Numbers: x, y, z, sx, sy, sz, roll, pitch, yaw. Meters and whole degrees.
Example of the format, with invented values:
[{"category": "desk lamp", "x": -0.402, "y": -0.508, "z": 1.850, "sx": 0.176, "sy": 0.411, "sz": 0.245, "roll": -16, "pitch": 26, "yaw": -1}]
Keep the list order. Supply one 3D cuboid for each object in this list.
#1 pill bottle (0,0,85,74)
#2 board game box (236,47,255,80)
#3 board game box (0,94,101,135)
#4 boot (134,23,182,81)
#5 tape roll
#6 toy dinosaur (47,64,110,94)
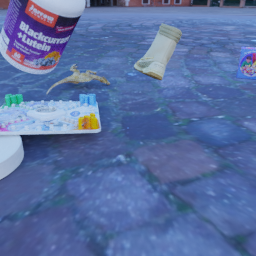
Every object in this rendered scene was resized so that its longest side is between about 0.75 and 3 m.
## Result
[{"category": "pill bottle", "x": -2.021, "y": -2.841, "z": 6.842, "sx": 1.591, "sy": 2.855, "sz": 1.591, "roll": 22, "pitch": 43, "yaw": -22}, {"category": "board game box", "x": 5.519, "y": -2.614, "z": 11.472, "sx": 1.844, "sy": 1.239, "sz": 0.413, "roll": 10, "pitch": 28, "yaw": 18}, {"category": "board game box", "x": -2.227, "y": -0.481, "z": 7.644, "sx": 2.849, "sy": 0.368, "sz": 2.848, "roll": -1, "pitch": 19, "yaw": -8}, {"category": "boot", "x": 0.561, "y": -1.484, "z": 5.431, "sx": 0.463, "sy": 0.989, "sz": 1.273, "roll": 21, "pitch": 12, "yaw": -14}, {"category": "tape roll", "x": -3.341, "y": 0.585, "z": 5.975, "sx": 2.118, "sy": 0.387, "sz": 2.118, "roll": -1, "pitch": 26, "yaw": 0}, {"category": "toy dinosaur", "x": -1.959, "y": -1.920, "z": 10.685, "sx": 2.481, "sy": 0.722, "sz": 1.254, "roll": -10, "pitch": 29, "yaw": -20}]
